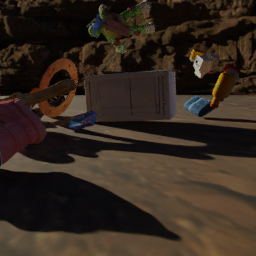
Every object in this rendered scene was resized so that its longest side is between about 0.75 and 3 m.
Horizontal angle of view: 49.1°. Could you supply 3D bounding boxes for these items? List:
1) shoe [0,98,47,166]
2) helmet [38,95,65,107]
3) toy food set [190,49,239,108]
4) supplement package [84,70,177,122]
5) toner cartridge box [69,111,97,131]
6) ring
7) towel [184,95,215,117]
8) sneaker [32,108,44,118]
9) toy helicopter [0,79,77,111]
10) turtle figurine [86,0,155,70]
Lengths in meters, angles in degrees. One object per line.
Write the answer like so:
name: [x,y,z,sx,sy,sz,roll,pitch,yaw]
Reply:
shoe: [-2.468,-0.028,4.718,2.421,0.865,1.101,15,33,36]
helmet: [-3.352,-1.087,12.121,1.116,1.116,1.064,7,37,40]
toy food set: [3.293,-1.978,10.980,1.348,1.270,2.823,2,35,-23]
supplement package: [0.154,-1.109,9.891,2.917,1.659,1.598,0,9,17]
toner cartridge box: [-1.262,-0.198,7.767,0.828,0.393,0.179,-13,-35,35]
ring: [-2.598,-1.482,10.399,0.218,2.270,2.270,21,15,19]
towel: [2.920,-0.936,11.661,0.838,0.364,1.501,-35,23,-1]
sneaker: [-3.326,-0.465,9.873,0.553,0.504,1.365,-9,10,21]
toy helicopter: [-2.819,-0.760,8.158,2.775,1.094,1.835,-22,-4,-9]
turtle figurine: [-0.416,-4.497,12.515,2.806,2.082,2.894,-18,-19,-7]
